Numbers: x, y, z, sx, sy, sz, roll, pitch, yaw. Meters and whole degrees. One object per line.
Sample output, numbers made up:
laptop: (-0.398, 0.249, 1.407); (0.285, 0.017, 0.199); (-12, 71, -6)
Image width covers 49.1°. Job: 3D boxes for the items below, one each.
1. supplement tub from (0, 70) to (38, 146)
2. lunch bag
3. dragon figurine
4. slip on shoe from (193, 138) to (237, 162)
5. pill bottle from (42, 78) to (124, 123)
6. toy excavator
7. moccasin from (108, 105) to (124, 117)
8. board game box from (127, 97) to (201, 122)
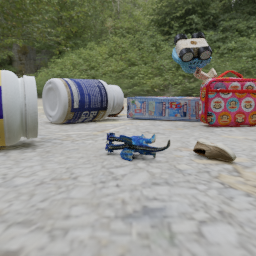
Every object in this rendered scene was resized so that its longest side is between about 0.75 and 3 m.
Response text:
supplement tub: (-2.987, -0.380, 5.617); (2.160, 1.570, 1.570); (-4, 8, -22)
lunch bag: (3.403, -0.964, 9.192); (2.044, 1.800, 0.837); (-1, 7, -6)
dragon figurine: (0.094, 0.313, 4.777); (0.712, 0.421, 1.432); (-4, 8, -27)
slip on shoe: (1.437, 0.412, 4.736); (0.263, 0.330, 0.868); (-43, 30, -11)
pill bottle: (-1.604, -1.055, 10.695); (2.884, 1.602, 1.602); (-7, 10, -41)
toy excavator: (2.256, -2.150, 9.250); (1.759, 0.904, 1.809); (-7, -34, -9)
moccasin: (-1.653, -1.144, 13.317); (3.005, 1.099, 1.160); (3, 7, 19)
board game box: (1.971, -0.843, 11.751); (2.945, 0.909, 2.947); (6, 10, 34)
